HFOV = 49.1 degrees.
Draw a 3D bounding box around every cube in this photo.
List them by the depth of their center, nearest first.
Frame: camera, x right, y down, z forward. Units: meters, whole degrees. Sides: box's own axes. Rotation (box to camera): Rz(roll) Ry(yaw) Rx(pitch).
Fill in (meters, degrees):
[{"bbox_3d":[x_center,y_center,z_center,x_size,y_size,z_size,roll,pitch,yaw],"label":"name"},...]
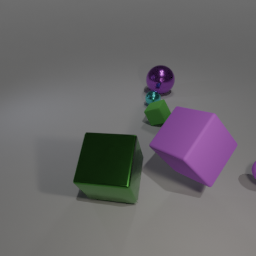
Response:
[{"bbox_3d":[-0.435,1.068,7.404,1.400,1.400,1.400,3,61,13],"label":"cube"},{"bbox_3d":[1.729,0.454,7.453,1.400,1.400,1.400,-54,33,-11],"label":"cube"},{"bbox_3d":[1.184,-0.613,11.155,0.700,0.700,0.700,-14,27,36],"label":"cube"}]

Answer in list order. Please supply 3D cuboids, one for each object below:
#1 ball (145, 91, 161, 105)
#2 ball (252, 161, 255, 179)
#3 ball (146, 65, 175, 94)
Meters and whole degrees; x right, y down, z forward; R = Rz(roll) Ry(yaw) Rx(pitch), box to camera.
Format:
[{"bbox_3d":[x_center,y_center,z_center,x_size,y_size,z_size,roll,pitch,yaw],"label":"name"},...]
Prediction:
[{"bbox_3d":[1.126,-1.339,12.637,0.700,0.700,0.700,0,31,0],"label":"ball"},{"bbox_3d":[3.773,1.165,7.676,0.700,0.700,0.700,0,31,0],"label":"ball"},{"bbox_3d":[1.580,-2.353,13.667,1.400,1.400,1.400,0,31,0],"label":"ball"}]
